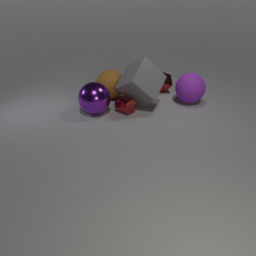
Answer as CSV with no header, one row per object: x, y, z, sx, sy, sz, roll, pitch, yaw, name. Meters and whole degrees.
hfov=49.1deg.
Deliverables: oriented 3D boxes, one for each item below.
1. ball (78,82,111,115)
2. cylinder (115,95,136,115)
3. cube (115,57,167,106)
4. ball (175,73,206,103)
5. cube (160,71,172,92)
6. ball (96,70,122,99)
-1.446,-1.279,12.058,1.400,1.400,1.400,0,29,0,ball
-0.110,-1.018,12.330,0.700,0.700,0.700,23,36,35,cylinder
0.573,-2.015,12.412,1.400,1.400,1.400,-8,50,56,cube
2.928,-1.878,13.136,1.400,1.400,1.400,0,29,0,ball
1.763,-2.356,14.328,0.700,0.700,0.700,12,60,-27,cube
-0.852,-2.118,13.585,1.400,1.400,1.400,0,29,0,ball
